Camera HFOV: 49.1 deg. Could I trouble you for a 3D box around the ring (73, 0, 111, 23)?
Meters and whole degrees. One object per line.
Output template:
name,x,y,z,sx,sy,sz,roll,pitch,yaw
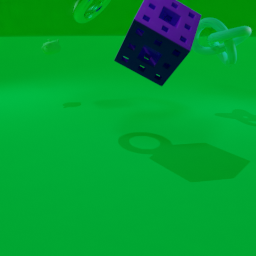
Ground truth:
ring,-0.873,-3.349,7.392,1.447,0.289,1.447,-42,4,4

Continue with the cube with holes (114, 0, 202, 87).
cube with holes,0.669,-2.064,6.448,1.302,1.302,1.302,27,57,-8

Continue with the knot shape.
knot shape,3.003,-2.968,9.508,1.816,0.897,1.940,22,-18,7

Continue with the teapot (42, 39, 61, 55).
teapot,-3.004,-3.227,11.031,0.714,0.562,1.148,1,28,26
